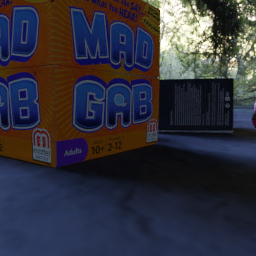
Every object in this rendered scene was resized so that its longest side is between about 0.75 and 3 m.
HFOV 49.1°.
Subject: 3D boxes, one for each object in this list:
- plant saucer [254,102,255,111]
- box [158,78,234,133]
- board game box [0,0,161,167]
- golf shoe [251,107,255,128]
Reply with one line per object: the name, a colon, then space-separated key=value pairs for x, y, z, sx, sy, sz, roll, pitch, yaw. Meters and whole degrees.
plant saucer: x=5.426 y=-0.883 z=8.519 sx=2.905 sy=0.736 sz=2.905 roll=-10 pitch=23 yaw=4
box: x=1.727 y=-0.688 z=8.427 sx=2.356 sy=1.485 sz=2.397 roll=-1 pitch=5 yaw=9
board game box: x=-1.164 y=-0.951 z=5.130 sx=2.589 sy=2.589 sz=2.591 roll=5 pitch=8 yaw=36
golf shoe: x=4.181 y=-0.557 z=5.923 sx=2.804 sy=1.018 sz=1.291 roll=2 pitch=45 yaw=39
